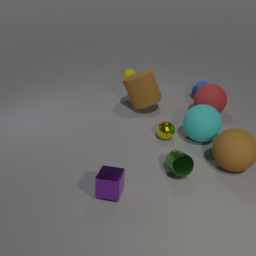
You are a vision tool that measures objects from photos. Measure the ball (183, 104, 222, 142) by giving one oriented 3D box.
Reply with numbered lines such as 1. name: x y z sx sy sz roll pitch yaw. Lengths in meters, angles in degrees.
1. ball: 2.778 -0.178 10.478 1.400 1.400 1.400 0 31 0

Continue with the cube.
1. cube: -0.515 1.599 8.185 0.700 0.700 0.700 7 24 11

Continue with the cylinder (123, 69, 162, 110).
1. cylinder: 0.658 -1.741 12.594 1.400 1.400 1.400 -21 17 7

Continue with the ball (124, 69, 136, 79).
1. ball: 0.113 -2.868 15.388 0.700 0.700 0.700 0 31 0

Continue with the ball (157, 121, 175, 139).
1. ball: 1.451 0.090 10.744 0.700 0.700 0.700 0 31 0

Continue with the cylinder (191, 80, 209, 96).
1. cylinder: 3.551 -1.875 13.670 0.700 0.700 0.700 3 76 -10

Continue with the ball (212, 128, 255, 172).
1. ball: 3.454 0.705 9.034 1.400 1.400 1.400 0 31 0

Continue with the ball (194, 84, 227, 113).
1. ball: 3.571 -1.222 12.179 1.400 1.400 1.400 0 31 0

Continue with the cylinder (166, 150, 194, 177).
1. cylinder: 1.628 1.104 8.875 0.700 0.700 0.700 -6 9 -10
